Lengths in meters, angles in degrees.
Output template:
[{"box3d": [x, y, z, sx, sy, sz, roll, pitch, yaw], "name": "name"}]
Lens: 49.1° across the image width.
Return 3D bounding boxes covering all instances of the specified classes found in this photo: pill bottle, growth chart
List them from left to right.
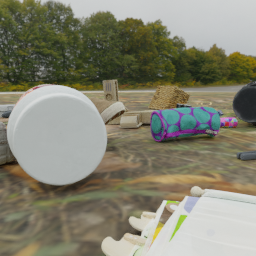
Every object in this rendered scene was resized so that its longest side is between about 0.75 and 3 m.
[{"box3d": [-1.220, -0.016, 4.632, 1.395, 1.395, 2.443, -3, 10, -19], "name": "pill bottle"}, {"box3d": [0.799, 0.943, 2.485, 1.572, 0.193, 2.173, 5, 11, 32], "name": "growth chart"}, {"box3d": [4.693, -0.894, 9.719, 1.513, 1.513, 2.706, 8, 12, 41], "name": "pill bottle"}]

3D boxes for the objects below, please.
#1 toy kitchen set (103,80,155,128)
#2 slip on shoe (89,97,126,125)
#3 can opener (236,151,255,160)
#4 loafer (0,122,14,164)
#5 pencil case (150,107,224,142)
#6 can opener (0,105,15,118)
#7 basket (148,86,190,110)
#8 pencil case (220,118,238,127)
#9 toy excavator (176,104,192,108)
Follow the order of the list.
[{"box3d": [0.023, -0.855, 9.304, 1.722, 1.553, 1.405, -2, 9, 14], "name": "toy kitchen set"}, {"box3d": [-0.734, -0.355, 6.461, 0.910, 0.725, 2.394, -35, 5, -12], "name": "slip on shoe"}, {"box3d": [2.451, 0.445, 5.328, 0.797, 0.267, 0.213, -3, 10, -17], "name": "can opener"}, {"box3d": [-2.960, 0.114, 5.482, 2.436, 0.850, 0.852, 7, 14, 40], "name": "loafer"}, {"box3d": [1.470, -0.100, 7.068, 1.828, 0.778, 0.845, -5, 43, -23], "name": "pencil case"}, {"box3d": [-5.429, -0.651, 11.371, 1.933, 0.516, 0.646, -5, 10, -23], "name": "can opener"}, {"box3d": [2.270, -1.379, 15.243, 1.390, 1.451, 1.947, 27, -5, -26], "name": "basket"}, {"box3d": [3.090, -0.181, 9.012, 0.805, 0.356, 0.356, 0, 9, -2], "name": "pencil case"}, {"box3d": [2.441, -0.394, 9.667, 1.353, 0.676, 1.316, 6, 8, -19], "name": "toy excavator"}]
